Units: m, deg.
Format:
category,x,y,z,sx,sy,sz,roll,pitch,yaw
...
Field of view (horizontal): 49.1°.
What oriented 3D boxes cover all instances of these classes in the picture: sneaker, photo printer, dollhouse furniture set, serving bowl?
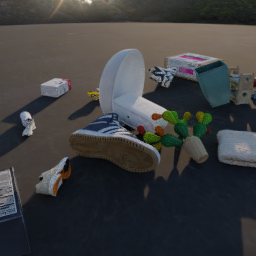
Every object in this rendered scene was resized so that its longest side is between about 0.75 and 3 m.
category,x,y,z,sx,sy,sz,roll,pitch,yaw
sneaker,1.815,-2.981,15.157,1.359,0.833,2.088,26,41,5
photo printer,0.491,-0.519,10.221,1.977,0.686,1.645,28,30,17
sneaker,-0.189,0.334,8.515,2.961,1.038,1.606,11,30,28
sneaker,-1.955,1.206,7.338,0.651,0.536,1.416,0,24,9
dollhouse furniture set,5.640,-2.036,12.960,1.985,1.391,1.399,-5,26,-10
serving bowl,-0.313,-1.518,10.249,0.916,2.785,2.785,15,29,20
sneaker,-3.551,-0.068,9.939,0.328,0.500,0.868,0,26,0

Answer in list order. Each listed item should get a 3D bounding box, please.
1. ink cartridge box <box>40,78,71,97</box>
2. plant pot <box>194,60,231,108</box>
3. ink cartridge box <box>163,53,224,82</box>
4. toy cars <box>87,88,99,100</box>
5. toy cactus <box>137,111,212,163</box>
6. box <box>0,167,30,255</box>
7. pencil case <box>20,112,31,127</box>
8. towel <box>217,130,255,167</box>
category,x,y,z,sx,sy,sz,roll,pitch,yaw
ink cartridge box,-3.563,-2.021,13.903,0.952,0.552,1.289,9,26,17
plant pot,3.731,-1.845,12.040,1.192,1.686,1.191,-19,20,12
ink cartridge box,3.897,-3.675,16.733,2.296,1.047,2.787,-22,35,-40
toy cars,-1.332,-1.625,13.353,0.718,0.355,1.601,17,27,20
toy cactus,1.716,0.299,8.819,2.495,1.276,2.058,-9,46,-23
box,-2.967,1.794,5.475,1.702,1.049,1.688,-12,28,-22
pencil case,-3.870,-0.331,10.636,0.388,0.356,0.856,15,16,-31
towel,4.047,0.665,8.501,2.580,0.445,1.710,7,26,14
